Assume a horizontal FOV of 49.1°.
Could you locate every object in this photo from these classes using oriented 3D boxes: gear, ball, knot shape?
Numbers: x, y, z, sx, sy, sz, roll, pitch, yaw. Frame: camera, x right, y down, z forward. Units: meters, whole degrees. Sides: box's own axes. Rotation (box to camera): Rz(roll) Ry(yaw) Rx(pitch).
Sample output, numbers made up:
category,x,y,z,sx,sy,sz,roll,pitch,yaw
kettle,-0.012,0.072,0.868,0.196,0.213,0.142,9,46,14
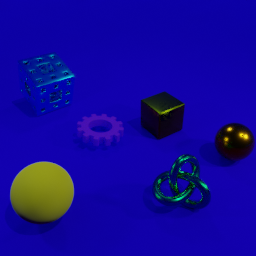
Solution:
category,x,y,z,sx,sy,sz,roll,pitch,yaw
gear,-0.778,0.032,7.862,1.281,0.237,1.281,4,34,-3
ball,-1.628,1.233,5.365,1.161,1.161,1.161,0,35,0
knot shape,1.162,1.092,5.852,1.203,1.126,0.556,14,-2,5
ball,2.680,0.342,7.064,0.968,0.968,0.968,0,35,0

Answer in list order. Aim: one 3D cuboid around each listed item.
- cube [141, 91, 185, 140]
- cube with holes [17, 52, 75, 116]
category,x,y,z,sx,sy,sz,roll,pitch,yaw
cube,0.989,-0.384,8.180,0.920,0.920,0.920,-22,41,-25
cube with holes,-2.634,-1.433,9.033,1.273,1.273,1.273,-25,62,-32
